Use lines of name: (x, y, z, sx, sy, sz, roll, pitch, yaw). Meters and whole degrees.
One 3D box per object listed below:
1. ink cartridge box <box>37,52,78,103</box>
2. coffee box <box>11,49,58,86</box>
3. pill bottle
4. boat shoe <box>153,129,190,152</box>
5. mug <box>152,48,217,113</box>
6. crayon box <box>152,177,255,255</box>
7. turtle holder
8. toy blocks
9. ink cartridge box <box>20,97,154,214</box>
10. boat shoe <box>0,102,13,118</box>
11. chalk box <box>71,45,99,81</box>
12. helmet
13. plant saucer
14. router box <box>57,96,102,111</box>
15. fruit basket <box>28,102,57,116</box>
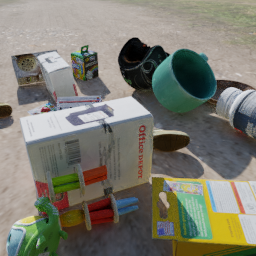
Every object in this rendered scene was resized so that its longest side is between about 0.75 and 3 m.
ink cartridge box: (-2.901, -2.045, 11.554, 0.924, 1.587, 2.178, -21, 36, -17)
coffee box: (-4.215, -2.835, 13.110, 2.090, 0.834, 1.181, -14, 78, -22)
pill bottle: (4.155, -0.417, 9.065, 1.430, 1.430, 2.391, -20, 36, -29)
boat shoe: (0.860, 0.289, 8.626, 2.030, 0.732, 0.660, -4, 37, 4)
mug: (2.133, -1.675, 10.576, 2.565, 1.586, 2.108, -11, 75, -35)
crayon box: (1.896, 1.926, 5.958, 2.819, 0.727, 1.772, 3, 31, 3)
turtle holder: (-1.778, 2.044, 5.268, 0.895, 1.261, 0.958, 18, 22, 25)
toy blocks: (-0.698, 1.433, 6.025, 1.823, 1.520, 0.662, -10, 18, -16)
ink cartridge box: (-0.915, 0.590, 6.846, 2.848, 2.062, 1.201, -13, 34, -20)
boat shoe: (-5.200, -0.604, 10.271, 1.747, 0.622, 0.563, -7, 25, -29)
chalk box: (-2.098, -3.237, 13.576, 0.964, 1.556, 0.971, 24, 39, 33)
helmet: (0.791, -2.675, 12.107, 2.231, 2.127, 2.231, -15, 60, 27)
plant saucer: (4.144, -1.374, 11.623, 2.405, 0.440, 2.405, 0, 32, 0)
router box: (-1.647, -0.416, 9.510, 1.537, 0.375, 1.379, -2, 61, -3)
fruit basket: (-2.881, -0.544, 10.076, 1.089, 0.510, 1.008, 37, 45, 22)
